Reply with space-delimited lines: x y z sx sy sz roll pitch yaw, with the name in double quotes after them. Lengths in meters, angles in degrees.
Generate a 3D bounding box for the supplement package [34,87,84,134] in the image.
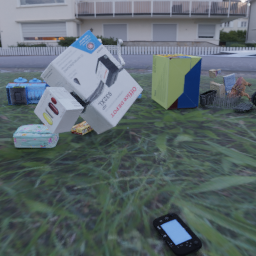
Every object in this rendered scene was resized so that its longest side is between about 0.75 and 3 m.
-1.808 -0.465 7.291 0.882 0.843 0.649 44 26 19 "supplement package"

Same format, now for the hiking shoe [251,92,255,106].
5.773 -0.966 11.045 1.467 1.103 2.914 -3 19 -20 "hiking shoe"

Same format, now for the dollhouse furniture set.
5.324 -2.451 14.868 1.616 1.525 1.054 -15 21 -8 "dollhouse furniture set"

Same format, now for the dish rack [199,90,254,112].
4.492 -1.233 12.708 2.183 0.595 1.674 13 23 33 "dish rack"

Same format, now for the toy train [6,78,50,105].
-4.528 -1.750 13.577 2.603 1.128 1.487 -1 27 -10 "toy train"

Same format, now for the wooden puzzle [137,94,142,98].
-0.623 -1.899 14.814 2.965 0.347 2.000 5 12 12 "wooden puzzle"

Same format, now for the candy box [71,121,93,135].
-1.507 -0.008 9.566 0.467 0.224 0.808 10 21 27 "candy box"

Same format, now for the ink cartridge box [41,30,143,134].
-1.056 -1.395 8.803 1.077 2.573 1.867 -22 26 54 "ink cartridge box"

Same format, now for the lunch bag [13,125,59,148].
-2.714 0.244 8.393 1.262 0.486 1.012 -1 18 -4 "lunch bag"

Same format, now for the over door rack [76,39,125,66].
-1.293 -2.623 13.134 2.194 2.970 0.989 -3 18 -12 "over door rack"

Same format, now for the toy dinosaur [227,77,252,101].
5.554 -2.049 13.948 1.252 1.848 0.793 33 -30 -32 "toy dinosaur"

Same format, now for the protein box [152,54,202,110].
2.174 -2.245 13.074 1.531 2.253 2.269 -4 19 -12 "protein box"

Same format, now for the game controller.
0.768 1.691 4.499 0.476 0.192 0.912 -7 19 -20 "game controller"
